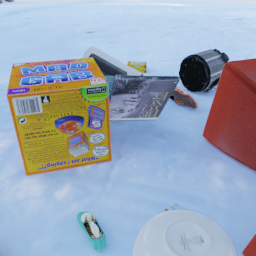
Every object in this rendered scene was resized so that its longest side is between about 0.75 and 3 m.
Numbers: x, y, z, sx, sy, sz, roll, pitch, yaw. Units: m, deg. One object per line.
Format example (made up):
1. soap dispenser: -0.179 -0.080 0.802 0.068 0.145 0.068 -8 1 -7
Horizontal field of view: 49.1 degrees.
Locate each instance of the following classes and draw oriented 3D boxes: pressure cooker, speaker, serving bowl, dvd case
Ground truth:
1. pressure cooker: 3.747 -2.808 13.436 2.103 1.879 1.850 -24 35 -34
2. speaker: -0.653 -2.451 11.996 2.567 1.042 1.042 31 38 9
3. serving bowl: 1.165 2.416 5.594 2.111 0.694 2.111 1 33 -1
4. dvd case: 0.354 -0.882 9.206 1.939 2.607 0.208 -1 65 -12

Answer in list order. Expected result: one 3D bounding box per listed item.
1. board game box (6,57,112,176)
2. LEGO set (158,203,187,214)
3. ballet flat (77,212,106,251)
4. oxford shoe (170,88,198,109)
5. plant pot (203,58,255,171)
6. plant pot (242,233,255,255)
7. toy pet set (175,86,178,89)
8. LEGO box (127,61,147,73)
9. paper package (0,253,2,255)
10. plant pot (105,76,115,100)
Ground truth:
1. board game box: -2.076 -0.508 8.781 2.593 2.591 2.592 -8 31 -14
2. LEGO set: 1.123 2.097 6.751 0.804 0.197 0.600 -26 35 -35
3. ballet flat: -0.817 2.193 6.328 0.410 0.428 1.217 -11 32 -28
4. oxford shoe: 2.374 -1.153 12.077 0.595 0.584 1.640 -34 37 -10
5. plant pot: 4.433 -0.254 8.411 2.903 2.901 2.559 -10 42 -17
6. plant pot: 3.154 2.353 5.545 1.095 1.094 0.965 -19 46 -29
7. toy pet set: 1.852 -2.031 13.460 0.973 0.517 0.908 26 39 37
8. LEGO box: 0.513 -3.503 16.052 1.113 0.429 0.829 2 30 4
9. paper package: -3.177 2.663 5.252 1.378 0.713 1.314 -26 40 -36
10. plant pot: -0.531 -1.043 10.942 1.731 1.731 1.166 12 66 19
